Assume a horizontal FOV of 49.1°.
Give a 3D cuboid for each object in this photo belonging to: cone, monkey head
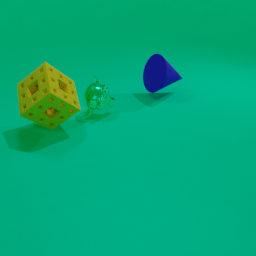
[{"bbox_3d":[1.572,-2.010,10.795,1.452,1.447,1.447,2,25,-32],"label":"cone"},{"bbox_3d":[-0.968,-0.997,9.367,0.857,1.422,1.023,10,-7,32],"label":"monkey head"}]

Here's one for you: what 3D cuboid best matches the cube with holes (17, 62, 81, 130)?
[{"bbox_3d":[-2.306,-0.889,8.150,1.181,1.181,1.181,-31,56,19],"label":"cube with holes"}]
